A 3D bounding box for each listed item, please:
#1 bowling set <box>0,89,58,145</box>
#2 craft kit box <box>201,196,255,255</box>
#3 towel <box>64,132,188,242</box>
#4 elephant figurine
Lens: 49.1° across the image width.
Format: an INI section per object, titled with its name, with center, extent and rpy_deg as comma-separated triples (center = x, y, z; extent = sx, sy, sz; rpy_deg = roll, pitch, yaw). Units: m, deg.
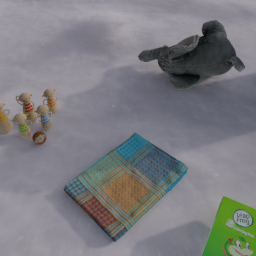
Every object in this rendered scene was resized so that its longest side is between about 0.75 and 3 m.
[bowling set]
center = -2.390, -0.288, 7.126
extent = 1.788, 0.960, 1.244
rpy_deg = -30, 51, -26
[craft kit box]
center = 2.274, 2.606, 4.301
extent = 2.476, 0.601, 2.446
rpy_deg = 20, 49, 22
[towel]
center = -0.003, 1.115, 6.199
extent = 1.716, 0.254, 2.340
rpy_deg = 34, 54, 31
[elephant figurine]
center = 1.797, -2.093, 8.739
extent = 2.599, 2.017, 1.839
rpy_deg = -16, 86, -1
